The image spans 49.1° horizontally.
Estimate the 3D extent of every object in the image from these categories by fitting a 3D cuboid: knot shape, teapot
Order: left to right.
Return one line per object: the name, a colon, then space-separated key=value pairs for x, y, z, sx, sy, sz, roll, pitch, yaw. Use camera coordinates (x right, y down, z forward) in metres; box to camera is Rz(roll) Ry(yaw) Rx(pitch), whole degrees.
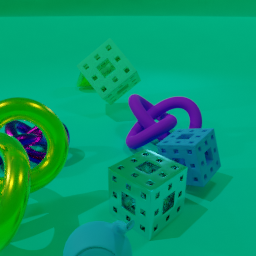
knot shape: x=-1.674 y=0.427 z=3.738 sx=1.861 sy=0.919 sz=1.988 roll=-40 pitch=69 yaw=-16
knot shape: x=-2.017 y=0.302 z=5.484 sx=1.510 sy=0.698 sz=1.413 roll=12 pitch=26 yaw=35
teapot: x=-0.294 y=1.344 z=2.883 sx=0.739 sy=1.188 sz=0.582 roll=36 pitch=4 yaw=-5
knot shape: x=0.605 y=-0.095 z=6.151 sx=1.778 sy=0.822 sz=1.664 roll=22 pitch=44 yaw=27

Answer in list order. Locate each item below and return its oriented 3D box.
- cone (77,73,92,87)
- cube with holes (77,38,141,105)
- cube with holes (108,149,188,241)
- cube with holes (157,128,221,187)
cone: x=-1.123 y=-1.796 z=10.347 sx=1.150 sy=1.145 sz=1.145 roll=25 pitch=15 yaw=-23
cube with holes: x=-0.480 y=-1.500 z=7.734 sx=1.137 sy=1.137 sz=1.137 roll=-39 pitch=-7 yaw=5
cube with holes: x=0.274 y=0.905 z=4.041 sx=0.791 sy=0.791 sz=0.791 roll=21 pitch=31 yaw=40
cube with holes: x=1.027 y=0.462 z=4.678 sx=0.703 sy=0.703 sz=0.703 roll=-2 pitch=20 yaw=42
